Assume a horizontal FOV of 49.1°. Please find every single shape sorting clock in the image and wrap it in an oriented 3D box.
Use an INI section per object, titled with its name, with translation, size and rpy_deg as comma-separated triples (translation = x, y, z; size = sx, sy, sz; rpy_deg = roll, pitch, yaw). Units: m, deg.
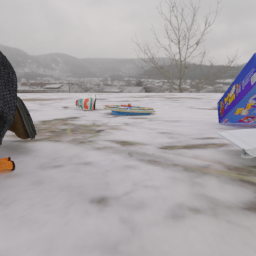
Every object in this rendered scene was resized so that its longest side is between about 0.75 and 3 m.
[shape sorting clock]
translation = 0.058, -0.767, 10.980
size = 2.063, 0.405, 2.063
rpy_deg = 0, 9, 0

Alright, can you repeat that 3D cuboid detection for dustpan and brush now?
[dustpan and brush]
translation = 2.266, 0.281, 4.198
size = 1.599, 0.457, 1.116
rpy_deg = -7, 11, 0

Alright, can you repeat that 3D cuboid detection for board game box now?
[board game box]
translation = 3.467, -0.789, 6.639
size = 1.942, 0.646, 2.888
rpy_deg = 0, -15, 3

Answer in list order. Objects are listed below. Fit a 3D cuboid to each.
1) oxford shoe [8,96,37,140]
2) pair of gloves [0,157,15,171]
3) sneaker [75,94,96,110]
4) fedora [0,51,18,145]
[oxford shoe]
translation = -2.249, -0.193, 4.873
size = 0.850, 0.732, 2.014
rpy_deg = -32, 39, -31
[pair of gloves]
translation = -2.290, 0.442, 3.636
size = 1.314, 0.182, 1.475
rpy_deg = -5, 12, -37
[sneaker]
translation = -1.980, -1.231, 13.086
size = 0.920, 0.692, 1.967
rpy_deg = 4, 10, -10
[fedora]
translation = -2.206, -0.473, 3.330
size = 2.950, 2.950, 1.347
rpy_deg = 8, -14, 42
